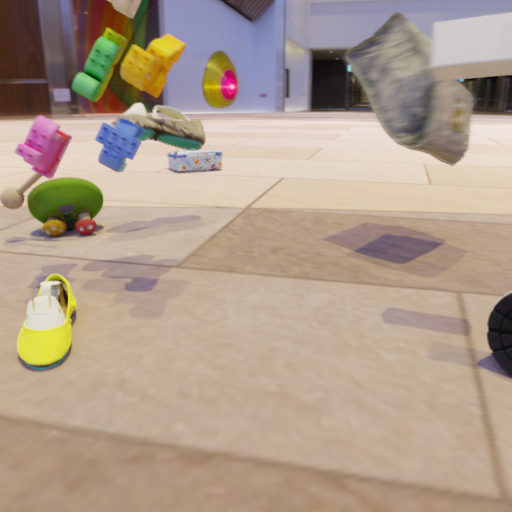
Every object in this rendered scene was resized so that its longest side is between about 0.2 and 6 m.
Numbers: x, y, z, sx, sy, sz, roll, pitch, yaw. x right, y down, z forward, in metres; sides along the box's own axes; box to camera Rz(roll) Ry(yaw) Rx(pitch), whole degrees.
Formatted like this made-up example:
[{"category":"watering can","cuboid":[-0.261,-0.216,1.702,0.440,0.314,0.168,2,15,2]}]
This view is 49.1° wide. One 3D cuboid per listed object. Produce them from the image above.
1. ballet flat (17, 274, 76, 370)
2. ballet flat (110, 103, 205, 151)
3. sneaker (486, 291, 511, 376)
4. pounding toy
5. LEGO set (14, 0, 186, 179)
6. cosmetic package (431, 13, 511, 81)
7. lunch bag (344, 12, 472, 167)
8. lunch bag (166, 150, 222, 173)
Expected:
[{"category":"ballet flat","cuboid":[-2.494,0.688,6.692,0.599,0.601,1.792,-3,18,-11]},{"category":"ballet flat","cuboid":[-2.041,-2.617,11.213,2.215,0.834,0.751,-2,-10,-35]},{"category":"sneaker","cuboid":[4.200,0.829,5.286,3.474,1.315,1.521,16,18,40]},{"category":"pounding toy","cuboid":[-3.782,-0.842,10.835,1.453,0.873,1.882,-26,-27,15]},{"category":"LEGO set","cuboid":[-1.959,-2.405,7.680,1.355,3.552,1.458,28,10,-5]},{"category":"cosmetic package","cuboid":[2.428,-2.207,5.921,1.052,0.535,0.390,3,-8,26]},{"category":"lunch bag","cuboid":[2.792,-2.677,9.556,1.336,2.272,1.863,-32,-19,32]},{"category":"lunch bag","cuboid":[-2.087,-3.200,18.665,1.795,0.678,1.438,-6,17,-20]}]
